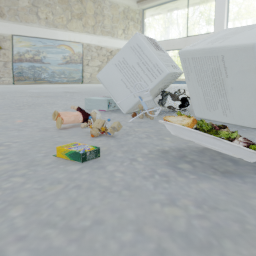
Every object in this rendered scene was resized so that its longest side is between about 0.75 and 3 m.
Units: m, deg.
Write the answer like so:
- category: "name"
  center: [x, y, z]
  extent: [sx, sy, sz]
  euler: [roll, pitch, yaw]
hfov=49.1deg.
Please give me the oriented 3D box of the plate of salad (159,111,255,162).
- category: "plate of salad"
  center: [1.472, 0.123, 4.752]
  extent: [1.952, 0.469, 1.952]
  euler: [20, 0, 0]

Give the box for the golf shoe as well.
- category: "golf shoe"
  center: [2.269, -1.090, 11.952]
  extent: [1.113, 0.916, 2.357]
  euler: [28, 27, 32]

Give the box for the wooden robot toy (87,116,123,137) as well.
- category: "wooden robot toy"
  center: [-0.680, 0.079, 6.836]
  extent: [1.127, 0.496, 0.511]
  euler: [8, 49, 35]

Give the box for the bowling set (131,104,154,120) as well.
- category: "bowling set"
  center: [0.494, -0.627, 9.747]
  extent: [0.729, 0.562, 1.047]
  euler: [-2, 10, -10]

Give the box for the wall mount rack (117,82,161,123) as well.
- category: "wall mount rack"
  center: [0.356, -0.710, 8.519]
  extent: [1.107, 1.274, 0.475]
  euler: [-15, 30, 32]

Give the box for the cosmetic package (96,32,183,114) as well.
- category: "cosmetic package"
  center: [0.499, -2.141, 11.203]
  extent: [2.410, 1.988, 1.986]
  euler: [-42, -10, 27]

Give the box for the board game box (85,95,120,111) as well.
- category: "board game box"
  center: [-0.900, -1.123, 12.460]
  extent: [1.250, 0.545, 1.695]
  euler: [8, 15, 34]

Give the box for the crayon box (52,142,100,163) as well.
- category: "crayon box"
  center: [-0.955, 0.429, 5.127]
  extent: [0.776, 0.200, 0.488]
  euler: [7, 13, 36]

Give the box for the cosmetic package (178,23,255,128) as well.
- category: "cosmetic package"
  center: [3.626, -1.706, 8.572]
  extent: [2.450, 2.453, 2.973]
  euler: [-29, 22, -20]

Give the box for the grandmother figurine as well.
- category: "grandmother figurine"
  center: [-1.419, -0.316, 8.159]
  extent: [1.498, 0.909, 0.454]
  euler: [-4, -32, -40]
